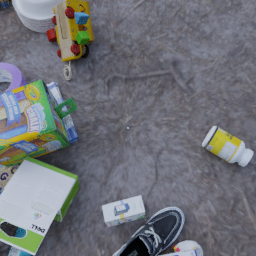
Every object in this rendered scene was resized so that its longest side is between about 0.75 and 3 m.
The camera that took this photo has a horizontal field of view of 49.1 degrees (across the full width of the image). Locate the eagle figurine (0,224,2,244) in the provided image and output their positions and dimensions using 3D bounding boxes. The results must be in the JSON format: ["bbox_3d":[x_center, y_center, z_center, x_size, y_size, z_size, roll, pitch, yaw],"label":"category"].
[{"bbox_3d":[-4.563,2.583,8.153,1.730,1.721,2.281,-52,33,18],"label":"eagle figurine"}]

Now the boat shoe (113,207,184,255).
[{"bbox_3d":[0.600,3.331,8.261,2.758,0.935,0.989,-34,73,-12],"label":"boat shoe"}]

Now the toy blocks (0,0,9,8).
[{"bbox_3d":[-5.540,-5.703,11.823,1.358,0.993,1.987,36,71,1],"label":"toy blocks"}]

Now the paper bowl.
[{"bbox_3d":[-3.385,-5.294,11.370,2.553,1.328,2.553,0,68,1],"label":"paper bowl"}]

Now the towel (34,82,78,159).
[{"bbox_3d":[-3.013,-0.327,10.012,1.854,0.300,2.524,-24,71,-8],"label":"towel"}]

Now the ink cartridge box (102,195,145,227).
[{"bbox_3d":[-0.123,2.557,8.556,1.229,0.893,0.538,-12,61,-5],"label":"ink cartridge box"}]

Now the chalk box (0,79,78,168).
[{"bbox_3d":[-2.992,-0.168,8.905,2.891,1.799,1.790,-19,70,-3],"label":"chalk box"}]

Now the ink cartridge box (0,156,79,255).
[{"bbox_3d":[-2.817,2.308,8.298,1.823,0.934,2.466,20,53,8],"label":"ink cartridge box"}]

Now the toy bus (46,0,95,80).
[{"bbox_3d":[-1.937,-3.519,10.643,1.309,2.534,2.391,-15,58,-38],"label":"toy bus"}]

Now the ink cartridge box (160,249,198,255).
[{"bbox_3d":[0.736,4.077,7.399,2.487,0.488,1.237,-8,63,-4],"label":"ink cartridge box"}]

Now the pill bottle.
[{"bbox_3d":[3.319,0.640,9.345,1.505,0.843,0.843,32,72,11],"label":"pill bottle"}]

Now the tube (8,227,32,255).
[{"bbox_3d":[-3.019,3.085,8.599,0.918,0.597,2.370,16,63,-3],"label":"tube"}]

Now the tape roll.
[{"bbox_3d":[-4.688,-1.371,9.957,2.064,0.677,2.064,-2,56,3],"label":"tape roll"}]

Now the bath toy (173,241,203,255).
[{"bbox_3d":[1.408,4.392,7.948,1.048,0.891,2.410,32,67,-36],"label":"bath toy"}]

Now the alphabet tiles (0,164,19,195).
[{"bbox_3d":[-4.823,1.666,9.363,2.304,0.073,1.917,-35,73,-12],"label":"alphabet tiles"}]
